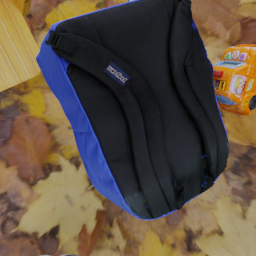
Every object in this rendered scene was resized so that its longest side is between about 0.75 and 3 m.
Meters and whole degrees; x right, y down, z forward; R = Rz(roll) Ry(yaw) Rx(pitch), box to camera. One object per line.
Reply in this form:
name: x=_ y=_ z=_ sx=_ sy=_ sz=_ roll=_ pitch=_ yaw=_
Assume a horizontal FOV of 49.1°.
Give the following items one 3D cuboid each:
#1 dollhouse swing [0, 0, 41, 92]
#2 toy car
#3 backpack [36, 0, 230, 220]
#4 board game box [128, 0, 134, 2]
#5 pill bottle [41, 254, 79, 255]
dollhouse swing: x=-2.402 y=-1.671 z=4.594 sx=2.064 sy=1.876 sz=1.814 roll=-31 pitch=94 yaw=-26
toy car: x=2.338 y=-0.441 z=4.722 sx=0.975 sy=1.436 sz=2.929 roll=1 pitch=33 yaw=-29
backpack: x=0.181 y=-0.237 z=4.667 sx=2.387 sy=2.465 sz=2.938 roll=-26 pitch=97 yaw=-19
board game box: x=0.591 y=-3.070 z=6.640 sx=1.197 sy=0.305 sz=1.768 roll=18 pitch=109 yaw=26
pill bottle: x=-0.715 y=2.798 z=4.498 sx=2.317 sy=1.320 sz=1.320 roll=-8 pitch=74 yaw=36
